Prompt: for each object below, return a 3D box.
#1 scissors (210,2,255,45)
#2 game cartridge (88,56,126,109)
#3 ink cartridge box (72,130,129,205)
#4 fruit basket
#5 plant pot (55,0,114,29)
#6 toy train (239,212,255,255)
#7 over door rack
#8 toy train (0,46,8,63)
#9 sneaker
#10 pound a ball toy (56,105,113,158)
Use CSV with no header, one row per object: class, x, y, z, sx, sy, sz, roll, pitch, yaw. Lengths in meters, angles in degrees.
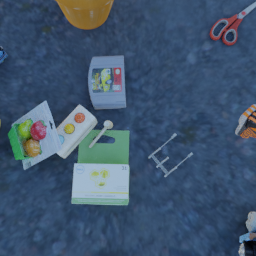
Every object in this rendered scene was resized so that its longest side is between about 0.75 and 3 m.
scissors,3.580,-3.668,9.080,0.881,0.168,2.409,35,81,10
game cartridge,-0.643,-1.401,8.501,1.110,0.341,1.667,-4,77,3
ink cartridge box,-0.720,1.046,7.848,1.535,0.506,2.110,1,79,1
fruit basket,-2.508,0.220,7.674,1.536,0.720,1.423,-27,77,20
plant pot,-1.268,-4.092,8.132,2.296,2.102,2.296,1,76,-5
toy train,4.250,2.916,6.986,2.831,1.227,1.617,5,62,10
over door rack,1.212,0.774,7.921,1.051,0.350,0.776,-43,79,12
toy train,-4.086,-2.083,8.545,0.381,0.503,0.880,34,79,1
sneaker,2.919,0.138,6.155,0.640,1.650,0.924,-46,65,8
pound a ball toy,-1.365,0.120,7.899,1.096,0.714,1.681,40,80,12
